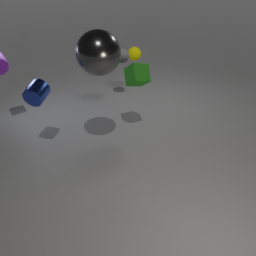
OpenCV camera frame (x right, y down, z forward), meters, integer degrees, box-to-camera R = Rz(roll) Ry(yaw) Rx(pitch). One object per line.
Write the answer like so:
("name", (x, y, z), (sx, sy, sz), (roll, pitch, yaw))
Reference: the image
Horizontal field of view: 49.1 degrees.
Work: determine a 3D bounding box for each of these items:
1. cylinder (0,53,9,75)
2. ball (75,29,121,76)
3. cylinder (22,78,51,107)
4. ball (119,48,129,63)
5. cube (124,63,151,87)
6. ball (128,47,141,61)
("cylinder", (-5.054, -2.504, 10.785), (0.700, 0.700, 0.700), (-20, 52, -30))
("ball", (-0.918, -2.316, 8.650), (1.400, 1.400, 1.400), (0, 31, 0))
("cylinder", (-3.083, -1.194, 9.459), (0.700, 0.700, 0.700), (8, 46, 13))
("ball", (-0.301, -3.455, 13.398), (0.700, 0.700, 0.700), (0, 31, 0))
("cube", (0.346, -1.981, 10.473), (0.700, 0.700, 0.700), (-5, -6, -33))
("ball", (0.328, -3.856, 14.556), (0.700, 0.700, 0.700), (0, 31, 0))
